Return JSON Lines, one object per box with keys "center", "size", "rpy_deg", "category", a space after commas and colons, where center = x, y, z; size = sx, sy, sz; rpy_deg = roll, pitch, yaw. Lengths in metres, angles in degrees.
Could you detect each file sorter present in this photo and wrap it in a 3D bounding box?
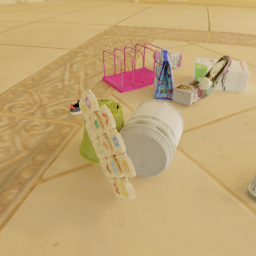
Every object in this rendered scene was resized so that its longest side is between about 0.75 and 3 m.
{"center": [0.308, -3.226, 14.343], "size": [2.768, 1.736, 1.923], "rpy_deg": [-19, 37, -27], "category": "file sorter"}

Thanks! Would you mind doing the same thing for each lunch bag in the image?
{"center": [1.719, -2.553, 12.940], "size": [0.985, 2.095, 1.577], "rpy_deg": [2, 32, 4], "category": "lunch bag"}

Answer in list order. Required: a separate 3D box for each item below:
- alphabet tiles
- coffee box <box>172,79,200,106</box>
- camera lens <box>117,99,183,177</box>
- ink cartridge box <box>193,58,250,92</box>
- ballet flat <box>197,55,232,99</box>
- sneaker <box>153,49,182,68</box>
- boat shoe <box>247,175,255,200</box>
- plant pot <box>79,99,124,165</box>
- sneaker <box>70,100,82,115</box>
{"center": [-0.612, 0.492, 7.281], "size": [0.209, 2.867, 2.804], "rpy_deg": [-22, -1, -20], "category": "alphabet tiles"}
{"center": [2.837, -1.631, 12.760], "size": [0.907, 0.640, 1.604], "rpy_deg": [22, 36, 34], "category": "coffee box"}
{"center": [0.720, 0.240, 8.850], "size": [1.760, 1.760, 2.200], "rpy_deg": [11, 35, 17], "category": "camera lens"}
{"center": [4.626, -2.712, 14.156], "size": [2.513, 1.056, 1.828], "rpy_deg": [7, 33, 11], "category": "ink cartridge box"}
{"center": [2.821, -1.741, 9.388], "size": [0.576, 1.667, 0.593], "rpy_deg": [44, 18, 27], "category": "ballet flat"}
{"center": [2.033, -3.870, 15.828], "size": [1.122, 1.021, 2.539], "rpy_deg": [13, 12, 36], "category": "sneaker"}
{"center": [4.458, 1.363, 8.018], "size": [2.371, 0.760, 0.874], "rpy_deg": [-14, 35, -20], "category": "boat shoe"}
{"center": [-0.775, 0.011, 9.310], "size": [1.808, 1.662, 1.808], "rpy_deg": [1, 32, -1], "category": "plant pot"}
{"center": [-1.868, -0.962, 11.900], "size": [1.268, 0.536, 0.475], "rpy_deg": [-17, 36, -25], "category": "sneaker"}
